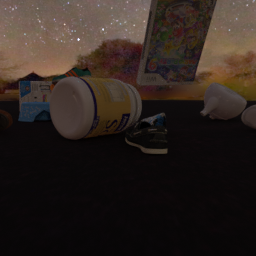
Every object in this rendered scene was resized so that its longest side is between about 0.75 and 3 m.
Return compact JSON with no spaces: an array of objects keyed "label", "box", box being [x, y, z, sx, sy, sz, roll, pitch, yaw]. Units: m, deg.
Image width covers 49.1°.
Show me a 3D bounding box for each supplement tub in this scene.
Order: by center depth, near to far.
[{"label":"supplement tub","box":[-0.752,-0.530,7.073,1.467,1.467,2.018,6,10,41]}]

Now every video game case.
[{"label":"video game case","box":[1.271,-2.341,7.353,1.821,2.543,0.229,-6,34,-25]}]

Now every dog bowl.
[{"label":"dog bowl","box":[-2.933,-0.674,11.312,2.976,0.738,1.659,2,7,8]}]

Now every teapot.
[{"label":"teapot","box":[3.806,-0.932,11.447,1.808,1.320,1.785,23,25,-9]}]

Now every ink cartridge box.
[{"label":"ink cartridge box","box":[-4.691,-1.681,15.371,2.346,1.727,1.697,-3,8,-23]}]

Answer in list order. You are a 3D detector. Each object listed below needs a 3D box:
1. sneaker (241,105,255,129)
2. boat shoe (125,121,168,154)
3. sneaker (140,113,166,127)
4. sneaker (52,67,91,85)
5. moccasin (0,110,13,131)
[{"label":"sneaker","box":[3.960,-0.222,7.438,0.988,0.855,2.281,-11,12,-34]},{"label":"boat shoe","box":[0.351,0.126,5.626,0.585,0.551,1.630,-4,6,-17]},{"label":"sneaker","box":[0.625,-0.106,7.631,0.636,0.550,1.468,-3,5,24]},{"label":"sneaker","box":[-1.461,-1.332,7.221,1.018,0.407,0.363,-9,-17,-13]},{"label":"moccasin","box":[-4.029,-0.224,7.987,2.068,0.756,0.798,-7,11,30]}]
